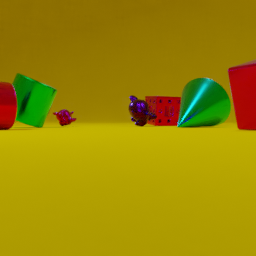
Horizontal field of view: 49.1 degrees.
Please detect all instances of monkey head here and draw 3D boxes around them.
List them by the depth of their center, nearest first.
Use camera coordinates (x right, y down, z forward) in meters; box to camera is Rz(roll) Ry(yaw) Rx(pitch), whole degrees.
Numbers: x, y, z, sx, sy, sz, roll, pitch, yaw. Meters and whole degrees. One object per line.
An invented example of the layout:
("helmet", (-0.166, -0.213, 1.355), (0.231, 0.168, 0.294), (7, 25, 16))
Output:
("monkey head", (0.569, -0.613, 10.092), (1.077, 0.902, 1.497), (-12, 37, -23))
("monkey head", (-2.261, -0.423, 10.331), (0.729, 0.610, 1.013), (-17, -4, 33))

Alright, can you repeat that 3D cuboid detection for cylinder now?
("cylinder", (-2.835, -0.449, 5.503), (0.975, 0.975, 0.975), (-1, 2, -42))
("cylinder", (-2.814, -0.784, 8.044), (1.212, 1.212, 1.212), (23, 1, -1))

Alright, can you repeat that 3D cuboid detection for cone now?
("cone", (1.853, -0.399, 8.078), (1.625, 1.625, 1.631), (1, 28, 45))

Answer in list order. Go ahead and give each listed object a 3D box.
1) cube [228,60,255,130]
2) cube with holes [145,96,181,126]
("cube", (2.827, -0.713, 5.237), (1.231, 1.231, 1.231), (-21, 13, -33))
("cube with holes", (1.488, -0.746, 11.986), (1.200, 1.200, 1.200), (0, 6, -19))
